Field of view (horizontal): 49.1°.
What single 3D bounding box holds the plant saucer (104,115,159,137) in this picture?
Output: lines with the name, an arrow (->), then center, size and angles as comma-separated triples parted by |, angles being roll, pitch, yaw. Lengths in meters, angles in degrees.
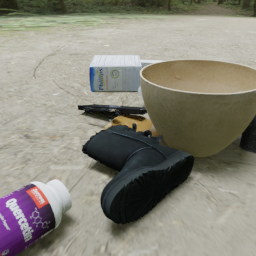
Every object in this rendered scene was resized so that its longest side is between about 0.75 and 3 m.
plant saucer -> 0.107, -0.012, 8.206 | 1.656, 0.293, 1.656 | 1, 29, -1

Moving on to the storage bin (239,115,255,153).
storage bin -> 3.965, 0.175, 7.334 | 1.741, 0.816, 1.177 | 16, 31, 27

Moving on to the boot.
boot -> -0.127, 0.742, 6.017 | 2.207, 0.997, 2.693 | 23, 30, 37

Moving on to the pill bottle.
pill bottle -> -1.758, 1.483, 4.599 | 0.910, 0.910, 1.618 | 22, 34, 37

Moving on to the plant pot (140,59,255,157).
plant pot -> 1.779, -0.447, 7.212 | 2.997, 2.012, 2.997 | 0, 27, 0

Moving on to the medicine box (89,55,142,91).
medicine box -> -0.505, -2.408, 12.128 | 2.138, 1.101, 1.948 | -1, 27, 0

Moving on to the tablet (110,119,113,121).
tablet -> -0.159, -0.093, 8.684 | 0.645, 0.068, 0.992 | -7, 27, -15

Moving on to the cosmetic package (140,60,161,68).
cosmetic package -> 1.006, -2.837, 13.403 | 1.484, 0.754, 0.549 | 7, 27, 11

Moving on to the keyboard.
keyboard -> -0.590, -0.567, 8.876 | 2.436, 0.251, 1.548 | 5, 9, 32

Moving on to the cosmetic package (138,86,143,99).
cosmetic package -> 1.432, -1.490, 9.923 | 1.897, 1.071, 0.770 | -12, 65, -31
